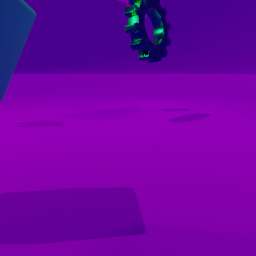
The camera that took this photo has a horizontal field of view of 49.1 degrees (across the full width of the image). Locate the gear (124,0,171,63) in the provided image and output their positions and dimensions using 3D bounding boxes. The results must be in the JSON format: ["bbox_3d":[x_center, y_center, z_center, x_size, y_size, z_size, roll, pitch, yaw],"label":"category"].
[{"bbox_3d":[0.605,-2.815,7.884,0.348,1.880,1.880,-1,9,37],"label":"gear"}]

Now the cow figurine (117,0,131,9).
[{"bbox_3d":[-0.123,-4.475,9.148,1.262,1.282,0.704,-5,22,-10],"label":"cow figurine"}]

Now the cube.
[{"bbox_3d":[-1.590,-0.864,2.437,1.037,1.037,1.037,24,7,-8],"label":"cube"}]
